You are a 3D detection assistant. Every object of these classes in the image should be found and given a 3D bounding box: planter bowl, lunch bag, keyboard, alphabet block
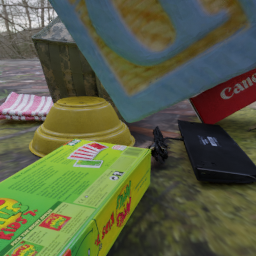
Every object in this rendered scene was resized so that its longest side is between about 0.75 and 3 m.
[{"bbox_3d":[-0.999,-0.146,6.117,2.309,0.962,2.309,-1,17,0],"label":"planter bowl"},{"bbox_3d":[-0.650,-1.404,7.070,2.738,2.245,1.610,11,47,15],"label":"lunch bag"},{"bbox_3d":[1.305,0.335,5.670,1.889,0.306,2.973,8,16,3],"label":"keyboard"},{"bbox_3d":[0.677,-1.654,3.325,2.104,2.093,2.143,-22,14,44],"label":"alphabet block"}]

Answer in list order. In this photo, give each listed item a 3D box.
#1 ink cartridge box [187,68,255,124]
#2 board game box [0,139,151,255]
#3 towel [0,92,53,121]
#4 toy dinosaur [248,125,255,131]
[{"bbox_3d":[2.872,-1.226,7.300,2.716,1.139,2.384,-30,12,13],"label":"ink cartridge box"},{"bbox_3d":[-0.716,0.869,3.259,1.319,0.618,2.597,6,18,19],"label":"board game box"},{"bbox_3d":[-2.390,-0.670,8.552,2.793,0.418,2.044,0,19,-10],"label":"towel"},{"bbox_3d":[4.129,-0.376,6.809,2.277,1.003,0.540,-1,19,-4],"label":"toy dinosaur"}]
